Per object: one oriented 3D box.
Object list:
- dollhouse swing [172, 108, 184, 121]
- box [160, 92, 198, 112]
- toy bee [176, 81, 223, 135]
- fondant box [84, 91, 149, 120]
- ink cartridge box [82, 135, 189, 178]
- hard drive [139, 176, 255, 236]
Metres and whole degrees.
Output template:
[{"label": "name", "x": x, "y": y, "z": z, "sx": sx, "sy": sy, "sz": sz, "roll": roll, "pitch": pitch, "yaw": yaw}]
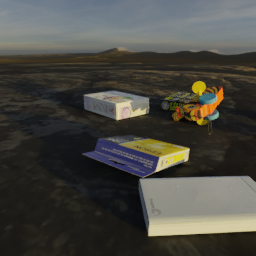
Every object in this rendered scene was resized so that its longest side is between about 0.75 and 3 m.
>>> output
[{"label": "dollhouse swing", "x": 2.601, "y": -0.467, "z": 11.708, "sx": 1.076, "sy": 1.040, "sz": 1.184, "roll": 41, "pitch": 14, "yaw": -10}, {"label": "box", "x": 2.948, "y": -1.263, "z": 13.737, "sx": 1.977, "sy": 0.546, "sz": 2.467, "roll": 9, "pitch": 19, "yaw": 28}, {"label": "toy bee", "x": 2.485, "y": -0.813, "z": 9.999, "sx": 1.403, "sy": 1.690, "sz": 2.581, "roll": 3, "pitch": 13, "yaw": 29}, {"label": "fondant box", "x": -0.577, "y": -1.110, "z": 12.880, "sx": 1.866, "sy": 0.753, "sz": 2.587, "roll": -14, "pitch": 21, "yaw": -38}, {"label": "ink cartridge box", "x": 0.228, "y": 0.607, "z": 7.307, "sx": 2.004, "sy": 0.477, "sz": 2.028, "roll": 14, "pitch": 11, "yaw": 37}, {"label": "hard drive", "x": 1.480, "y": 1.403, "z": 5.371, "sx": 2.407, "sy": 0.321, "sz": 1.588, "roll": -2, "pitch": 17, "yaw": -3}]
